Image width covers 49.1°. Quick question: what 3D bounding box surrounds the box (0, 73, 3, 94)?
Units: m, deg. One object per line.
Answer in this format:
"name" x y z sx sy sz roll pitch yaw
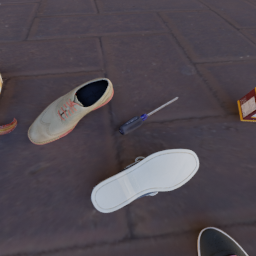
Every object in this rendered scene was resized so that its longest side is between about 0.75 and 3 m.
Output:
"box" -4.909 -1.356 8.687 1.671 0.861 2.865 -16 25 -14

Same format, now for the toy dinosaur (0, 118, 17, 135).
"toy dinosaur" -4.924 0.313 7.537 2.470 1.429 2.722 -4 -7 22

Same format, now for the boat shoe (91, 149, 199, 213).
"boat shoe" 0.361 1.112 6.131 2.433 0.911 0.752 -27 1 -8

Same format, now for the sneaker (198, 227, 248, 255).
"sneaker" 1.723 2.443 4.138 0.900 1.262 2.545 -21 43 2

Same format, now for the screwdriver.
"screwdriver" 0.691 -0.462 8.660 2.563 0.357 0.373 -33 23 -36

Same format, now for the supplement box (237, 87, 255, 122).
"supplement box" 3.818 -0.643 7.893 0.958 0.971 0.645 2 70 -12

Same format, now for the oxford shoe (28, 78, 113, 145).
"oxford shoe" -1.609 -0.552 7.589 2.738 1.024 0.964 -39 88 -7
